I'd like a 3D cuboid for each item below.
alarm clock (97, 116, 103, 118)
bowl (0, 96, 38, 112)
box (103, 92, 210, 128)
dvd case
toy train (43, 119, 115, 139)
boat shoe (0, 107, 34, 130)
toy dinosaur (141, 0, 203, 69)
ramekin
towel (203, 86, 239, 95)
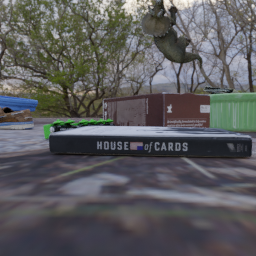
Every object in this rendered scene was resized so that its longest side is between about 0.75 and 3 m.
[{"bbox_3d":[-0.911,-0.542,14.879,1.698,0.565,1.145,3,4,16],"label":"alarm clock"},{"bbox_3d":[-4.805,-0.986,11.015,2.386,0.468,2.386,7,5,-1],"label":"bowl"},{"bbox_3d":[0.463,-0.255,5.698,1.111,0.831,2.219,-1,1,-31],"label":"box"},{"bbox_3d":[0.261,0.124,3.355,1.937,0.240,1.456,0,3,8],"label":"dvd case"},{"bbox_3d":[-0.830,0.023,5.100,0.444,0.328,1.573,-11,-5,36],"label":"toy train"},{"bbox_3d":[-3.556,-0.291,8.131,1.775,0.642,0.641,0,3,9],"label":"boat shoe"},{"bbox_3d":[1.258,-2.644,8.465,1.122,1.491,2.915,-9,-46,36],"label":"toy dinosaur"},{"bbox_3d":[2.837,-0.389,7.282,1.862,0.910,1.862,0,3,0],"label":"ramekin"},{"bbox_3d":[4.860,-0.966,12.298,2.820,0.487,2.715,28,5,-14],"label":"towel"}]
